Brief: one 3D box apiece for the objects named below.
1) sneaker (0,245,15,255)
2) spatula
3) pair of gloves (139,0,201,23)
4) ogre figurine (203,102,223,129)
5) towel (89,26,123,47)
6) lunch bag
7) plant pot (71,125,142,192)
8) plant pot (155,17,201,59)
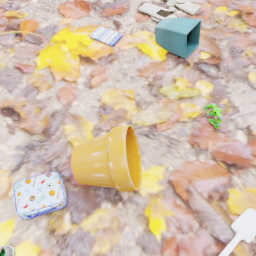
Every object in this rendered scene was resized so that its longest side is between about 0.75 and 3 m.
[{"bbox_3d":[-3.255,3.600,7.090,0.500,0.576,1.300,-4,55,-3],"label":"sneaker"},{"bbox_3d":[3.200,3.624,7.344,2.737,0.220,1.903,-37,68,-22],"label":"spatula"},{"bbox_3d":[2.134,-6.114,14.108,2.582,0.453,2.196,-34,61,-23],"label":"pair of gloves"},{"bbox_3d":[3.035,-0.482,9.864,0.452,0.552,0.921,4,62,-16],"label":"ogre figurine"},{"bbox_3d":[-1.008,-4.241,12.955,1.315,0.156,0.966,25,56,15],"label":"towel"},{"bbox_3d":[-2.605,2.013,8.246,1.505,0.569,1.206,-16,58,-12],"label":"lunch bag"},{"bbox_3d":[-0.645,0.978,8.340,1.751,1.912,1.912,-9,53,13],"label":"plant pot"},{"bbox_3d":[2.087,-4.065,12.217,1.722,1.217,1.216,27,59,27],"label":"plant pot"}]
